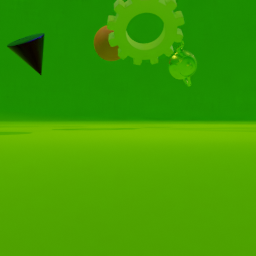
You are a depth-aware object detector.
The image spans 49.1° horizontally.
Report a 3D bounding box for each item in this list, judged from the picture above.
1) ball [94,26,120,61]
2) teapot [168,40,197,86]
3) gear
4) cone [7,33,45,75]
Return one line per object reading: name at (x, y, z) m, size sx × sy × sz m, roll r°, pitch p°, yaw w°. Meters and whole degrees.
ball at (-0.581, -2.906, 9.619) m, size 1.181 × 1.181 × 1.181 m, roll 0°, pitch 1°, yaw 0°
teapot at (1.662, -1.906, 8.325) m, size 0.873 × 1.404 × 0.687 m, roll -23°, pitch 24°, yaw -12°
gear at (0.434, -2.486, 7.042) m, size 1.883 × 1.883 × 0.348 m, roll 0°, pitch 46°, yaw -2°
cone at (-3.089, -2.292, 9.177) m, size 1.230 × 1.234 × 1.230 m, roll -12°, pitch 30°, yaw 7°
